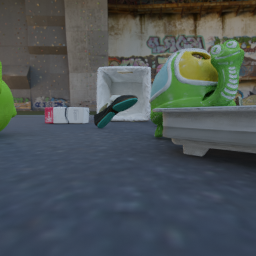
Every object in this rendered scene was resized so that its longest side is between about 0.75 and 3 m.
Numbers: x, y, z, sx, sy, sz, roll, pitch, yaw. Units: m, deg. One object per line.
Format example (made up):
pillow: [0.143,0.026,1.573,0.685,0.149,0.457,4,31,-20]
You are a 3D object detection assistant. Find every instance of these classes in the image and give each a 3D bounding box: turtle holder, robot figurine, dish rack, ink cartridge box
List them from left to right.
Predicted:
robot figurine: [-2.879,-0.413,4.852,1.858,1.225,2.118,-22,-1,12]
ink cartridge box: [-2.521,-0.529,11.754,1.602,0.676,1.160,0,3,3]
turtle holder: [1.045,-0.639,4.717,1.451,1.356,1.910,-4,-12,10]
dish rack: [1.765,0.035,2.778,2.248,0.570,2.619,-3,4,-33]

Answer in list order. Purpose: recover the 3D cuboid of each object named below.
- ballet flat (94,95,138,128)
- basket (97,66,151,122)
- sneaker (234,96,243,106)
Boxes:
ballet flat: [-0.419,-0.592,7.853,1.517,0.519,0.516,-34,-29,21]
basket: [-0.101,-1.628,14.597,2.694,2.719,2.186,1,-3,8]
sneaker: [2.729,-0.176,4.626,2.049,0.774,0.722,1,3,27]
